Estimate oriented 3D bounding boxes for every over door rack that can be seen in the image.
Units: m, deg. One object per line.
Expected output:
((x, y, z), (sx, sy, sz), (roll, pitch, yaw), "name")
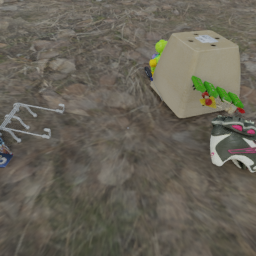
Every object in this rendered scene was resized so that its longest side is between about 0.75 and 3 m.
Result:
((-2.557, -0.150, 7.489), (1.529, 0.509, 1.130), (3, 43, 10), "over door rack")

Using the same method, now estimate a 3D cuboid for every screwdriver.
((0.764, -1.329, 8.442), (0.172, 0.164, 1.179), (-25, 80, 23), "screwdriver")

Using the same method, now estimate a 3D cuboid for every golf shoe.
((3.044, 0.492, 6.563), (2.595, 1.143, 1.002), (13, -2, -13), "golf shoe")

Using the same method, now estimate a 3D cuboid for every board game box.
((-3.960, -0.037, 6.510), (2.417, 1.638, 0.418), (40, 100, 32), "board game box")

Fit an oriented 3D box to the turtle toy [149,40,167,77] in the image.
((1.158, -2.231, 9.229), (0.969, 1.330, 0.672), (-7, 50, 0), "turtle toy")

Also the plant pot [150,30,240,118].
((2.021, -1.717, 8.153), (2.026, 1.794, 2.024), (-11, 40, -17), "plant pot")

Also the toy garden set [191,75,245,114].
((2.149, -0.667, 6.679), (1.338, 0.267, 1.115), (20, 32, -15), "toy garden set")
